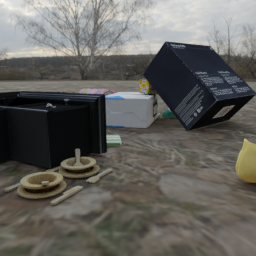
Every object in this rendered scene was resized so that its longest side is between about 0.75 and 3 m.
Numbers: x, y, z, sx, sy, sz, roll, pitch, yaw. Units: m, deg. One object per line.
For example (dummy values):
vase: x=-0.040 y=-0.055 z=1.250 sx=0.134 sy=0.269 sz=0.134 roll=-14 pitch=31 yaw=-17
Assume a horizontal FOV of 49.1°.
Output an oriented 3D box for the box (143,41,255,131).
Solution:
box: x=2.350 y=-1.427 z=9.148 sx=2.702 sy=1.407 sz=2.460 roll=-11 pitch=59 yaw=-43

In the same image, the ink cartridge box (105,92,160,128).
ink cartridge box: x=0.179 y=-0.754 z=10.003 sx=1.645 sy=0.962 sz=2.837 roll=3 pitch=12 yaw=14

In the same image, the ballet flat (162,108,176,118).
ballet flat: x=1.877 y=-0.672 z=10.682 sx=1.300 sy=0.457 sz=0.438 roll=-6 pitch=40 yaw=-28

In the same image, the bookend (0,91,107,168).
bookend: x=-2.335 y=0.018 z=5.440 sx=2.743 sy=1.271 sz=2.760 roll=7 pitch=14 yaw=34

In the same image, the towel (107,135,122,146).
towel: x=-0.507 y=0.305 z=7.040 sx=0.664 sy=0.102 sz=0.871 roll=-1 pitch=11 yaw=-8

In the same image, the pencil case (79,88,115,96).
pencil case: x=-1.343 y=-1.194 z=12.052 sx=1.037 sy=1.037 sz=2.373 roll=-8 pitch=14 yaw=-34

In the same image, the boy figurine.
boy figurine: x=2.781 y=0.496 z=4.653 sx=2.219 sy=0.715 sz=1.380 roll=1 pitch=14 yaw=-8

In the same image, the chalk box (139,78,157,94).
chalk box: x=0.858 y=-1.450 z=9.758 sx=0.830 sy=0.514 sz=0.517 roll=-5 pitch=14 yaw=-37

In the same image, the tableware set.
tableware set: x=-1.062 y=0.702 z=4.533 sx=1.043 sy=0.316 sz=1.578 roll=6 pitch=13 yaw=27
